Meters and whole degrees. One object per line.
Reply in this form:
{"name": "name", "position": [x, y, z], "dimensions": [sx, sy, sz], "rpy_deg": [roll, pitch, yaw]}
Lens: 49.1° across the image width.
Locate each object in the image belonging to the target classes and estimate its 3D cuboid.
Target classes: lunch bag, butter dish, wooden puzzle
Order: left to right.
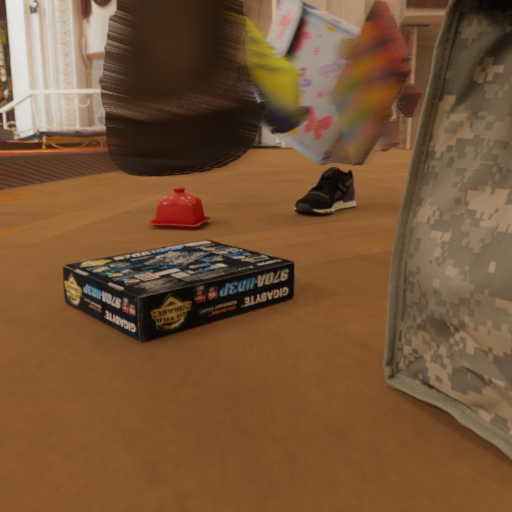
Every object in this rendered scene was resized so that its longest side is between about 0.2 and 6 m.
{"name": "butter dish", "position": [-1.597, -1.036, 11.681], "dimensions": [1.133, 0.840, 1.136], "rpy_deg": [3, 13, 11]}
{"name": "lunch bag", "position": [1.148, -3.699, 11.740], "dimensions": [3.078, 2.610, 1.956], "rpy_deg": [43, 31, 28]}
{"name": "wooden puzzle", "position": [1.655, -2.497, 8.208], "dimensions": [0.201, 1.699, 2.865], "rpy_deg": [5, 52, -17]}
{"name": "lunch bag", "position": [2.534, -0.431, 4.101], "dimensions": [2.594, 3.163, 1.860], "rpy_deg": [-6, 14, -25]}

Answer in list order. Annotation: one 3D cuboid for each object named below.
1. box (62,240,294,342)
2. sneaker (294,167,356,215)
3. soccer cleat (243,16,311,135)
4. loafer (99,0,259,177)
{"name": "box", "position": [-0.904, 0.305, 6.724], "dimensions": [2.214, 0.509, 1.760], "rpy_deg": [-12, 18, -41]}
{"name": "sneaker", "position": [1.657, -1.625, 13.667], "dimensions": [0.918, 1.062, 2.425], "rpy_deg": [8, 16, 32]}
{"name": "soccer cleat", "position": [0.226, -3.126, 9.464], "dimensions": [0.976, 2.334, 0.755], "rpy_deg": [-30, 42, 4]}
{"name": "loafer", "position": [-0.726, -1.973, 4.615], "dimensions": [1.246, 1.218, 3.413], "rpy_deg": [-8, 48, 1]}
